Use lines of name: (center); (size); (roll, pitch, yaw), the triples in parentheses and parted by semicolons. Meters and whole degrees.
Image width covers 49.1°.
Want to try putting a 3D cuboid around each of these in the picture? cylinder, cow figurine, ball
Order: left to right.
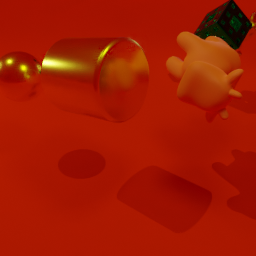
ball: (-2.011, -0.954, 5.235); (0.937, 0.937, 0.937); (0, 36, 0)
cylinder: (-0.490, -0.767, 4.320); (1.208, 1.208, 1.208); (14, 37, 37)
cow figurine: (1.387, -0.881, 4.581); (1.711, 0.939, 1.684); (-10, 47, -36)
cow figurine: (3.214, -2.554, 7.782); (0.573, 1.044, 1.027); (32, 70, -10)

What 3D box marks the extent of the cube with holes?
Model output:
cube with holes: (2.465, -2.564, 7.332); (0.897, 0.897, 0.897); (-56, 20, -18)
